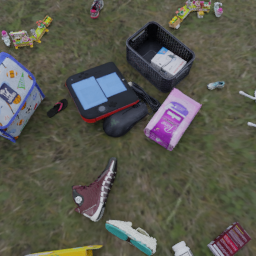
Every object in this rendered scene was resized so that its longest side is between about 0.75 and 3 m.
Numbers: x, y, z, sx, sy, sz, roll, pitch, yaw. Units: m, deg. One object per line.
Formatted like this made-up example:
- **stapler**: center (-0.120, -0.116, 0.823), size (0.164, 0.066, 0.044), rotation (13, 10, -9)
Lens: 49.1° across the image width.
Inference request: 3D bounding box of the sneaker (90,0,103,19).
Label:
- **sneaker**: center (-1.540, -6.051, 13.885), size (0.511, 0.473, 1.267), rotation (9, 70, 3)

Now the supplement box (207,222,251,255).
- **supplement box**: center (3.679, 4.154, 10.185), size (1.380, 0.420, 0.751), rotation (-35, 73, -11)

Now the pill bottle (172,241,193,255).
- **pill bottle**: center (2.031, 4.610, 9.937), size (0.590, 0.590, 1.014), rotation (-26, 71, -9)

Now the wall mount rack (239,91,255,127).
- **wall mount rack**: center (5.722, -0.782, 11.733), size (2.110, 0.905, 2.428), rotation (-6, 69, -2)

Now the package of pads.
- **package of pads**: center (1.849, -0.380, 11.597), size (1.402, 0.881, 2.327), rotation (34, 74, 11)

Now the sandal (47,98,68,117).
- **sandal**: center (-3.052, -0.878, 12.116), size (1.088, 0.245, 0.409), rotation (-43, 75, -14)

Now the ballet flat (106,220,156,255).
- **ballet flat**: center (0.141, 3.877, 10.262), size (2.034, 0.730, 0.730), rotation (30, 73, 8)

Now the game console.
- **game console**: center (-1.184, -1.612, 11.937), size (2.446, 0.429, 2.765), rotation (-25, 57, -8)

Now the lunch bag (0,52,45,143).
- **lunch bag**: center (-4.725, -1.110, 10.754), size (1.832, 2.958, 2.515), rotation (23, 71, 9)

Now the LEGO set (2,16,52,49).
- **LEGO set**: center (-4.636, -4.562, 13.089), size (2.521, 0.938, 1.160), rotation (-28, 72, -10)

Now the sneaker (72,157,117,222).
- **sneaker**: center (-1.363, 2.140, 10.672), size (1.436, 0.941, 2.487), rotation (16, 72, 9)

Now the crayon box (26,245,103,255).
- **crayon box**: center (-2.126, 4.455, 9.451), size (2.511, 1.594, 0.638), rotation (-7, 71, -2)

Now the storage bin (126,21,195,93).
- **storage bin**: center (1.371, -3.131, 12.408), size (1.826, 1.267, 2.702), rotation (-42, 76, -14)

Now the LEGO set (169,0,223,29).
- **LEGO set**: center (3.187, -5.827, 13.508), size (2.737, 1.019, 1.259), rotation (-16, 71, -6)

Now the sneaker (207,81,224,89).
- **sneaker**: center (3.907, -1.943, 12.457), size (0.775, 0.335, 0.301), rotation (-9, 70, -3)

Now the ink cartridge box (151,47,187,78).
- **ink cartridge box**: center (1.811, -2.853, 12.593), size (1.311, 0.563, 0.960), rotation (35, 73, 13)

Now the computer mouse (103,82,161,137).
- **computer mouse**: center (-0.005, -0.736, 11.824), size (1.827, 0.695, 2.638), rotation (42, 75, 13)
